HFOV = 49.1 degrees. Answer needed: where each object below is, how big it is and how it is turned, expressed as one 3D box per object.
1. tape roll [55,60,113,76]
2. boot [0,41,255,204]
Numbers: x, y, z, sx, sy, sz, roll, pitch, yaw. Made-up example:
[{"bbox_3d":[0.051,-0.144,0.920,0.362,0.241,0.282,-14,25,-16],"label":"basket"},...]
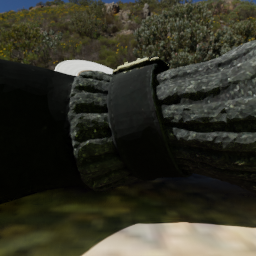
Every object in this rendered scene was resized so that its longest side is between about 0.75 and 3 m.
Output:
[{"bbox_3d":[-0.867,-1.138,8.353,2.773,0.507,2.773,18,33,-12],"label":"tape roll"},{"bbox_3d":[-0.240,0.008,1.792,2.255,1.135,3.017,4,7,30],"label":"boot"}]
